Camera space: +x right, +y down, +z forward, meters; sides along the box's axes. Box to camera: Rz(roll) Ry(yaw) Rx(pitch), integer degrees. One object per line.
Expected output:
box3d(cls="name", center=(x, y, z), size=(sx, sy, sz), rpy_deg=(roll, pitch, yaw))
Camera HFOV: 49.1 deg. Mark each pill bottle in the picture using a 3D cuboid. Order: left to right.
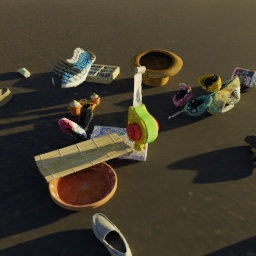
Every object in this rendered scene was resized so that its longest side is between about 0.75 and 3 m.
box3d(cls="pill bottle", center=(5.869, -2.430, 13.711), size=(1.379, 0.799, 0.799), rpy_deg=(22, 39, 29))

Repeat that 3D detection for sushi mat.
box3d(cls="sushi mat", center=(-1.387, 0.834, 8.840), size=(2.877, 0.174, 1.376), rpy_deg=(-18, 35, -24))

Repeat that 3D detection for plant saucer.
box3d(cls="plant saucer", center=(-1.273, 1.612, 8.041), size=(1.911, 0.309, 1.911), rpy_deg=(-1, 34, 0))

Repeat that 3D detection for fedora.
box3d(cls="fedora", center=(1.376, -2.926, 14.141), size=(2.828, 1.153, 2.828), rpy_deg=(-1, 41, 0))

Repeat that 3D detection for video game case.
box3d(cls="video game case", center=(-0.328, 0.493, 9.727), size=(2.005, 0.181, 1.436), rpy_deg=(5, 39, 6))

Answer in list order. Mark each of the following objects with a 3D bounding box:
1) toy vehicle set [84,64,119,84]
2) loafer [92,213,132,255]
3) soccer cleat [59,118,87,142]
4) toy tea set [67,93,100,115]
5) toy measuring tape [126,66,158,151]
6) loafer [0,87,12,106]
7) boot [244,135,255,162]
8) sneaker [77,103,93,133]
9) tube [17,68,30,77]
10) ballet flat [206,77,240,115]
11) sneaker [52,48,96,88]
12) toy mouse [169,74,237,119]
box3d(cls="toy vehicle set", center=(-1.902, -2.947, 14.914), size=(2.513, 0.333, 1.561), rpy_deg=(9, 35, 14))
box3d(cls="loafer", center=(-0.393, 2.491, 6.495), size=(0.530, 0.529, 1.515), rpy_deg=(-21, 39, -29))
box3d(cls="soccer cleat", center=(-1.930, 0.016, 9.740), size=(0.430, 1.231, 0.532), rpy_deg=(-33, 36, 15))
box3d(cls="toy tea set", center=(-1.807, -1.055, 11.791), size=(0.978, 0.609, 1.644), rpy_deg=(9, 34, 14))
box3d(cls="toy measuring tape", center=(0.494, -0.421, 8.510), size=(1.013, 2.753, 1.013), rpy_deg=(3, 28, -1))
box3d(cls="loafer", center=(-6.138, -1.263, 11.887), size=(0.957, 0.849, 2.518), rpy_deg=(24, 40, 32))
box3d(cls="boot", center=(4.310, 0.747, 9.248), size=(1.198, 0.415, 1.043), rpy_deg=(26, 41, 30))
box3d(cls="sneaker", center=(-1.715, -0.345, 10.570), size=(0.472, 0.670, 1.262), rpy_deg=(8, 45, 11))
box3d(cls="tube", center=(-5.644, -3.040, 15.121), size=(0.343, 0.307, 1.181), rpy_deg=(24, 7, -42))
box3d(cls="ballet flat", center=(4.238, -1.316, 12.029), size=(1.039, 1.039, 2.940), rpy_deg=(25, 40, 33))
box3d(cls="sneaker", center=(-1.922, -1.859, 9.979), size=(1.017, 1.176, 2.713), rpy_deg=(26, 34, 0))
box3d(cls="toy mouse", center=(2.672, -1.142, 11.542), size=(2.581, 0.562, 2.904), rpy_deg=(-48, 30, -8))
